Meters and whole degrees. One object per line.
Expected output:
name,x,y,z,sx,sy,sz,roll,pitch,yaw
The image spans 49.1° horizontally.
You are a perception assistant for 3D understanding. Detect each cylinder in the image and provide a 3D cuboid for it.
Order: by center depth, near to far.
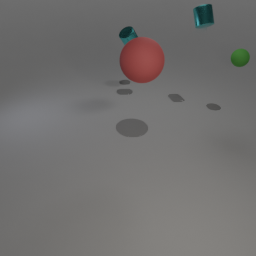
cylinder,2.825,-4.162,10.463,0.700,0.700,0.700,-10,7,1
cylinder,0.066,-3.913,12.170,0.700,0.700,0.700,-15,56,22

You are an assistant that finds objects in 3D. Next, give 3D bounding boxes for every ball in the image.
ball,0.436,-2.102,8.724,1.400,1.400,1.400,0,31,0
ball,4.392,-2.745,10.967,0.700,0.700,0.700,0,31,0
